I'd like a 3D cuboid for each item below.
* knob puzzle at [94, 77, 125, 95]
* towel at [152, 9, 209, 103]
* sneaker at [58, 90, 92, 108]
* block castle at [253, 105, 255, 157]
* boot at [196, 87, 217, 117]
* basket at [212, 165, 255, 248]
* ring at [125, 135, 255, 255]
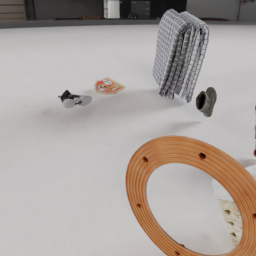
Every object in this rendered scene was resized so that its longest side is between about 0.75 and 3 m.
[{"bbox_3d":[-0.840,-1.665,11.053,1.249,0.173,1.249,5,41,-4],"label":"knob puzzle"},{"bbox_3d":[1.671,-2.596,10.050,1.212,2.831,2.344,4,30,-13],"label":"towel"},{"bbox_3d":[-1.793,-1.032,9.464,1.125,0.425,0.640,-15,47,-40],"label":"sneaker"},{"bbox_3d":[3.279,0.085,6.291,0.850,1.272,0.597,3,-10,18],"label":"block castle"},{"bbox_3d":[2.240,-0.859,8.088,0.409,1.025,1.128,-1,-14,33],"label":"boot"},{"bbox_3d":[2.377,1.096,3.949,1.883,1.161,1.276,-12,1,-23],"label":"basket"},{"bbox_3d":[0.773,0.981,3.443,1.954,1.954,0.188,18,30,33],"label":"ring"}]
